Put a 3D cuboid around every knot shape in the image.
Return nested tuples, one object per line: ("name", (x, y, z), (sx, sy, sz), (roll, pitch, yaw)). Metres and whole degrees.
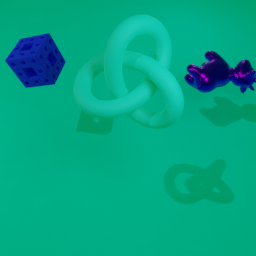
("knot shape", (0.145, -0.616, 4.085), (1.649, 0.762, 1.543), (-41, 97, 12))

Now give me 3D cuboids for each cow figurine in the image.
("cow figurine", (2.315, -1.244, 6.854), (1.465, 0.804, 1.441), (-36, 65, -20))

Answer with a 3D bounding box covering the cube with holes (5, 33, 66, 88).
("cube with holes", (-2.006, -1.474, 6.189), (0.786, 0.786, 0.786), (-3, 50, 20))
